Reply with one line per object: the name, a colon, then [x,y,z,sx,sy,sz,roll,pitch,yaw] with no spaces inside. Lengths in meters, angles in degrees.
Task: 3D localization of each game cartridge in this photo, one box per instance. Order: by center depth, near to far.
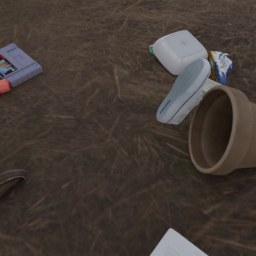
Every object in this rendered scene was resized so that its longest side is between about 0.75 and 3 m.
game cartridge: [-4.979,-2.763,12.062,1.533,0.454,2.365,-35,59,-30]

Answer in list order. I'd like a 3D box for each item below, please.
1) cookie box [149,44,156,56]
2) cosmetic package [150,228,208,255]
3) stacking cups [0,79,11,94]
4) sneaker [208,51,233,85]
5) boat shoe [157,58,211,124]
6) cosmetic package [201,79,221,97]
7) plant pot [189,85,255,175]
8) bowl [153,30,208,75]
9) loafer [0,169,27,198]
cookie box: [1.490,-3.523,12.707,0.706,0.310,0.825,-32,57,-21]
cosmetic package: [0.989,3.505,6.428,1.310,1.309,1.588,33,57,24]
stacking cups: [-5.753,-1.259,10.730,2.377,0.719,0.719,-19,54,-20]
sneaker: [3.956,-2.518,11.615,0.903,0.771,2.048,2,52,1]
boat shoe: [1.867,-1.065,8.773,0.868,2.598,0.956,15,51,-21]
cosmetic package: [3.067,-1.490,10.939,1.468,0.537,0.760,33,58,23]
plant pot: [3.457,0.205,8.572,2.308,2.646,2.646,10,50,-14]
bowl: [2.324,-3.400,12.167,2.043,0.764,2.046,-24,65,-19]
loafer: [-3.821,1.829,8.290,1.802,0.658,0.639,-26,66,-13]
